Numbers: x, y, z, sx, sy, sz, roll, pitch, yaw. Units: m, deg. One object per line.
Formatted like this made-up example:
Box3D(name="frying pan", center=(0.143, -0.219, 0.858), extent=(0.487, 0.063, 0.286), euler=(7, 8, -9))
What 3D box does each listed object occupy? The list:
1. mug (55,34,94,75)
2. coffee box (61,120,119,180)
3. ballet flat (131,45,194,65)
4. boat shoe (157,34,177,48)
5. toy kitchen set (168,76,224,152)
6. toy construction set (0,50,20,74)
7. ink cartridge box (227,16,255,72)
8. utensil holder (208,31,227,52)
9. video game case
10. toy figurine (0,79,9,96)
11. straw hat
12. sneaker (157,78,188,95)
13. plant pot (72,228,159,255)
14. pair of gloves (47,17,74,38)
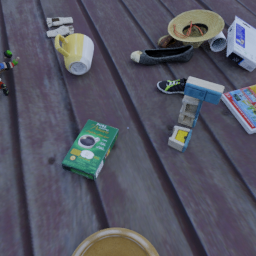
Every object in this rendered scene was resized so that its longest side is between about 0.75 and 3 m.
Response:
Box3D(name="mug", center=(-2.279, -3.030, 11.851), extent=(1.699, 1.361, 1.395), euler=(6, 54, -18))
Box3D(name="coffee box", center=(-1.227, 0.694, 9.534), extent=(1.228, 0.439, 1.998), euler=(16, 54, 12))
Box3D(name="ballet flat", center=(1.511, -3.345, 12.472), extent=(2.808, 0.798, 0.933), euler=(-4, 52, -3))
Box3D(name="boat shoe", center=(2.137, -4.255, 13.383), extent=(1.568, 0.565, 0.530), euler=(-33, 65, -17))
Box3D(name="toy kitchen set", center=(2.217, -0.333, 9.343), extent=(1.184, 2.010, 1.610), euler=(19, 55, 15))
Box3D(name="toy construction set", center=(-5.820, -2.576, 11.700), extent=(1.589, 1.464, 1.905), euler=(38, 26, -25))
Box3D(name="ink cartridge box", center=(5.235, -3.889, 12.774), extent=(1.376, 0.543, 2.767), euler=(27, 53, -11))
Box3D(name="utensil holder", center=(4.144, -4.173, 13.158), extent=(0.768, 0.768, 0.904), euler=(-3, 50, -2))
Box3D(name="video game case", center=(5.356, -0.930, 10.932), extent=(2.792, 0.244, 1.996), euler=(-16, 54, -13))
Box3D(name="toy figurine", center=(-5.281, -1.571, 11.243), extent=(0.780, 0.551, 0.792), euler=(-32, 59, -23))
Box3D(name="straw hat", center=(3.121, -4.369, 13.112), extent=(2.542, 1.076, 2.542), euler=(-5, 52, 6))
Box3D(name="sneaker", center=(2.071, -1.784, 11.286), extent=(1.784, 0.739, 0.640), euler=(7, 52, 5))
Box3D(name="plant pot", center=(-0.341, 3.813, 7.150), extent=(2.632, 0.362, 2.632), euler=(0, 51, 0))
Box3D(name="pair of gloves", center=(-3.460, -5.183, 14.251), extent=(1.361, 0.281, 1.601), euler=(-8, 53, -6))
